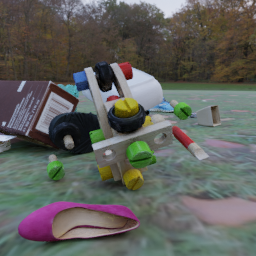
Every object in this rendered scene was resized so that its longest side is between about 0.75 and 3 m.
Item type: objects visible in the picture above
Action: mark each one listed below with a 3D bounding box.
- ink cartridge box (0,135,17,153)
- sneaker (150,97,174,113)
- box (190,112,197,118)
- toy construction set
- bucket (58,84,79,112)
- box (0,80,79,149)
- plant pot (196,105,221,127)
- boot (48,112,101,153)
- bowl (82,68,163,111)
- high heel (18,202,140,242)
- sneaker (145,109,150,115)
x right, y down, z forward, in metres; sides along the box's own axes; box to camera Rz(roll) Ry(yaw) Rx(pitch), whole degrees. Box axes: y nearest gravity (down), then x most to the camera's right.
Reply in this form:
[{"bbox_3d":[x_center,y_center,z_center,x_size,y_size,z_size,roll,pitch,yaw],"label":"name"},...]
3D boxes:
[{"bbox_3d":[-3.335,0.398,6.862,1.060,0.360,0.615,1,10,8],"label":"ink cartridge box"},{"bbox_3d":[1.975,-1.322,15.345,1.967,0.885,0.771,3,10,17],"label":"sneaker"},{"bbox_3d":[3.412,-0.586,13.123,0.841,0.186,0.674,6,11,31],"label":"box"},{"bbox_3d":[0.243,0.251,4.523,2.624,2.189,2.016,5,25,-25],"label":"toy construction set"},{"bbox_3d":[-3.361,-1.257,12.828,2.333,1.518,2.333,3,8,0],"label":"bucket"},{"bbox_3d":[-2.851,-0.464,7.779,2.951,1.477,1.106,7,-18,42],"label":"box"},{"bbox_3d":[3.093,-0.442,10.876,0.687,0.775,0.775,-8,2,40],"label":"plant pot"},{"bbox_3d":[-1.467,-0.031,7.596,2.151,0.971,2.625,11,8,41],"label":"boot"},{"bbox_3d":[-0.206,-1.796,12.047,2.925,1.093,2.929,31,40,33],"label":"bowl"},{"bbox_3d":[-0.491,1.013,3.009,1.232,0.415,0.592,-3,-1,-35],"label":"high heel"},{"bbox_3d":[0.880,-0.829,13.813,0.395,0.453,1.008,-4,-13,-1],"label":"sneaker"}]
